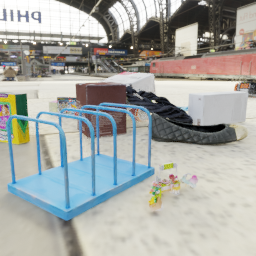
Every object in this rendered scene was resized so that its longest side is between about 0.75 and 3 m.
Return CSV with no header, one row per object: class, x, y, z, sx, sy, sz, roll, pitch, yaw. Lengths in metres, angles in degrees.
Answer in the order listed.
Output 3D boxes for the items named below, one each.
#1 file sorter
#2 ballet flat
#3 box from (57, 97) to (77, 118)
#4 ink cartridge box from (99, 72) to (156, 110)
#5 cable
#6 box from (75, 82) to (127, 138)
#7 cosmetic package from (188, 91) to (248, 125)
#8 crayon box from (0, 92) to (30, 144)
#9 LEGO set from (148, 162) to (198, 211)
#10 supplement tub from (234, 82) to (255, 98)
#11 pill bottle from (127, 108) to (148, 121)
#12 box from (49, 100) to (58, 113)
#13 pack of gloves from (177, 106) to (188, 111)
file sorter,-0.748,0.353,5.021,1.554,1.374,2.240,10,15,37
ballet flat,1.952,0.017,7.951,2.799,0.795,0.930,2,12,9
box,-2.379,-0.861,11.893,1.292,0.882,0.243,5,13,19
ink cartridge box,-0.352,-1.446,11.475,2.520,1.069,1.835,-27,29,-38
cable,1.212,-0.707,9.537,2.728,0.693,2.226,19,9,-28
box,-0.884,-0.637,9.069,1.329,1.618,1.343,-5,14,-23
cosmetic package,3.436,-0.762,10.680,2.400,1.220,0.889,-5,13,-28
crayon box,-3.616,-0.318,8.077,1.616,1.395,0.471,6,13,25
LEGO set,0.625,0.895,4.622,0.574,0.464,1.247,11,16,41
supplement tub,8.835,-2.813,20.486,1.843,1.129,1.129,11,16,40
pill bottle,0.306,-0.658,11.555,0.622,0.622,1.101,-10,16,-40
box,-3.054,-1.021,13.440,1.141,0.552,1.004,3,12,10
pack of gloves,2.907,-1.093,14.460,1.432,0.283,1.203,4,14,19
